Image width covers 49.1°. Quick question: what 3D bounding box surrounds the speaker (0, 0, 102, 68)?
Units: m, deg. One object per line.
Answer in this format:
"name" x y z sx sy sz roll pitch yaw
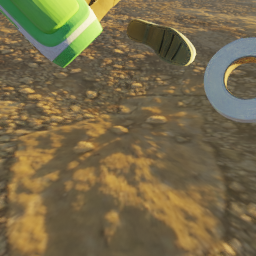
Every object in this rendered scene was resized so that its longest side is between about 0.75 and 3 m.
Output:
"speaker" -0.797 -1.090 2.134 0.563 1.273 0.563 -38 20 17

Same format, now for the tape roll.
"tape roll" 1.425 -0.573 3.325 1.024 1.024 0.187 19 -1 27

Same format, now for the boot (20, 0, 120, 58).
"boot" -1.362 -3.041 6.349 2.964 2.596 0.980 -40 52 14

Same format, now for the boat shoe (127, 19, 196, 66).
"boat shoe" 0.930 -2.234 7.168 0.726 0.793 2.122 -10 43 -47
